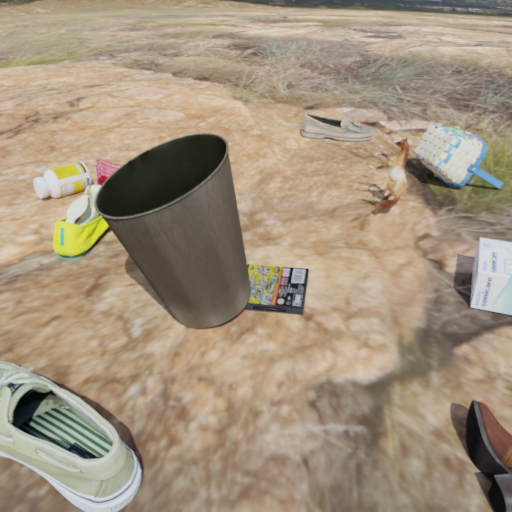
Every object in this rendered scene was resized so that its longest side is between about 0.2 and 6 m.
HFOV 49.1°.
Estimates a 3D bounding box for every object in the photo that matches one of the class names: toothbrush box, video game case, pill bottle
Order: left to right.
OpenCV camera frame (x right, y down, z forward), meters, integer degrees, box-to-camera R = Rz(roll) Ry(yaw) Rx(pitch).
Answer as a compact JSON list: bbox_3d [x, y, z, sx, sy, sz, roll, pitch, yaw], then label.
[{"bbox_3d":[-4.772,-1.830,13.797,1.252,0.701,0.701,-24,38,-35],"label":"pill bottle"},{"bbox_3d":[0.323,0.589,10.217,1.191,0.168,1.317,5,32,7],"label":"video game case"},{"bbox_3d":[4.811,0.434,9.865,1.853,0.790,1.357,10,32,19],"label":"toothbrush box"}]

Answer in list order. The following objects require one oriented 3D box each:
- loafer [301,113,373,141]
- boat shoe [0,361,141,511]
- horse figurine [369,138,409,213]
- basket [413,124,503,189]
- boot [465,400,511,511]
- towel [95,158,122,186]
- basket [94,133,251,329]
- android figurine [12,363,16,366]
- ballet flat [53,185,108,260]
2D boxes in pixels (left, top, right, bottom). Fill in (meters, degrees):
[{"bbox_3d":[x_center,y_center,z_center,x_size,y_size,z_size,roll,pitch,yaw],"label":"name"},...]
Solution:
[{"bbox_3d":[2.544,-4.043,17.540,2.256,0.709,0.811,5,31,8],"label":"loafer"},{"bbox_3d":[-2.765,1.908,6.888,3.302,1.024,1.189,19,39,22],"label":"boat shoe"},{"bbox_3d":[3.051,-1.795,12.725,0.408,1.636,1.084,1,0,-40],"label":"horse figurine"},{"bbox_3d":[5.246,-2.466,14.410,1.985,1.381,1.751,26,18,-29],"label":"basket"},{"bbox_3d":[3.532,2.403,6.744,1.684,0.577,1.586,-1,30,-3],"label":"boot"},{"bbox_3d":[-3.040,-1.917,13.628,1.692,0.263,2.340,10,17,-21],"label":"towel"},{"bbox_3d":[-1.085,-0.236,8.955,1.767,2.599,2.343,13,45,34],"label":"basket"},{"bbox_3d":[-3.993,1.893,7.914,1.231,0.253,1.121,-15,34,-27],"label":"android figurine"},{"bbox_3d":[-3.516,-0.973,12.085,0.957,0.960,2.864,5,31,9],"label":"ballet flat"}]
